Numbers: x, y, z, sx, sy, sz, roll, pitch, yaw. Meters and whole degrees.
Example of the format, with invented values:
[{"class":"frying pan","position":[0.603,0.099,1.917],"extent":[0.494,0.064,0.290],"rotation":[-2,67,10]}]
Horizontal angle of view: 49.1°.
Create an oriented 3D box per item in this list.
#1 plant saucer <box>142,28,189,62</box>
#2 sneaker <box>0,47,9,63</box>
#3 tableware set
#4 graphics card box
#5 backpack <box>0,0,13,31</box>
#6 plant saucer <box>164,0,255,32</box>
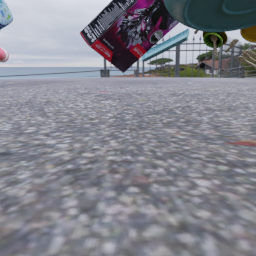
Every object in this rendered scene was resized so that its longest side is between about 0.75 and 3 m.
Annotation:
[{"class":"plant saucer","position":[1.303,-2.850,9.764],"extent":[1.858,0.176,0.650],"rotation":[-18,35,36]},{"class":"sneaker","position":[-3.139,-1.826,6.154],"extent":[1.017,0.375,0.441],"rotation":[28,1,-5]},{"class":"tableware set","position":[2.676,-2.113,6.817],"extent":[2.114,0.324,1.424],"rotation":[29,-19,-3]},{"class":"graphics card box","position":[0.322,-2.893,7.454],"extent":[0.716,2.817,1.767],"rotation":[57,16,28]},{"class":"backpack","position":[-3.741,-3.068,7.500],"extent":[0.809,1.007,1.100],"rotation":[-4,38,24]},{"class":"plant saucer","position":[1.664,-1.901,3.899],"extent":[2.310,0.317,2.310],"rotation":[-6,-7,-1]}]
